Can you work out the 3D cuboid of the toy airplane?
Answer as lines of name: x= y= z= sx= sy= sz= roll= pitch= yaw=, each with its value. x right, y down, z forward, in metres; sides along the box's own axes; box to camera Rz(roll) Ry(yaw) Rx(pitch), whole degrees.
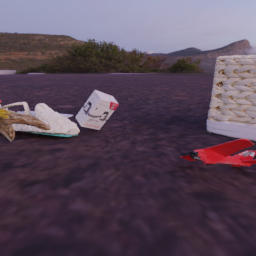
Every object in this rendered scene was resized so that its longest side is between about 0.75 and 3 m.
toy airplane: x=1.352 y=0.416 z=3.972 sx=1.321 sy=0.243 sz=1.321 roll=-2 pitch=-15 yaw=0

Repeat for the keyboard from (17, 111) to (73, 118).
keyboard: x=-2.605 y=-0.418 z=8.674 sx=1.866 sy=0.100 sz=0.525 roll=6 pitch=9 yaw=25

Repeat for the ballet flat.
ballet flat: x=-2.180 y=-0.210 z=6.218 sx=2.242 sy=0.804 sz=0.804 roll=3 pitch=13 yaw=12

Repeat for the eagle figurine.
eagle figurine: x=-2.246 y=-0.539 z=3.421 sx=1.839 sy=1.829 sz=2.424 roll=-18 pitch=-11 yaw=-5

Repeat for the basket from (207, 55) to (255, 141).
basket: x=3.446 y=-0.692 z=6.067 sx=2.887 sy=1.781 sz=1.957 roll=12 pitch=19 yaw=41

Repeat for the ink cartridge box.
ink cartridge box: x=-0.707 y=-0.386 z=6.391 sx=0.605 sy=0.834 sz=0.347 roll=13 pitch=33 yaw=-49
